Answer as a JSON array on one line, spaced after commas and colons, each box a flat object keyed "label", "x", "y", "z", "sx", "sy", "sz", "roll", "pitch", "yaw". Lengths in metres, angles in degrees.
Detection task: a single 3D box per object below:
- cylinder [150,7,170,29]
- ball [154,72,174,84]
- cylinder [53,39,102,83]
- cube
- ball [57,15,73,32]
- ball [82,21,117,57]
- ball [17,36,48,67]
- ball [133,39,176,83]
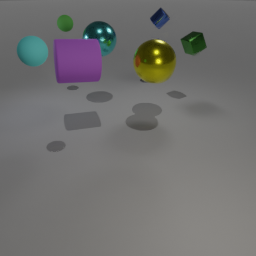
[{"label": "cylinder", "x": 1.519, "y": -5.197, "z": 13.289, "sx": 0.700, "sy": 0.700, "sz": 0.700, "roll": 39, "pitch": 27, "yaw": -24}, {"label": "ball", "x": 1.107, "y": -2.408, "z": 10.735, "sx": 1.400, "sy": 1.400, "sz": 1.400, "roll": 0, "pitch": 28, "yaw": 0}, {"label": "cylinder", "x": -1.687, "y": -2.212, "z": 9.265, "sx": 1.400, "sy": 1.400, "sz": 1.400, "roll": -6, "pitch": 29, "yaw": -17}, {"label": "cube", "x": 2.795, "y": -3.607, "z": 11.932, "sx": 0.700, "sy": 0.700, "sz": 0.700, "roll": -34, "pitch": 32, "yaw": -8}, {"label": "ball", "x": -2.728, "y": -4.546, "z": 12.163, "sx": 0.700, "sy": 0.700, "sz": 0.700, "roll": 0, "pitch": 28, "yaw": 0}, {"label": "ball", "x": -1.162, "y": -3.624, "z": 11.444, "sx": 1.400, "sy": 1.400, "sz": 1.400, "roll": 0, "pitch": 28, "yaw": 0}, {"label": "ball", "x": -2.244, "y": -1.804, "z": 6.591, "sx": 0.700, "sy": 0.700, "sz": 0.700, "roll": 0, "pitch": 28, "yaw": 0}, {"label": "ball", "x": 0.866, "y": -2.160, "z": 9.117, "sx": 1.400, "sy": 1.400, "sz": 1.400, "roll": 0, "pitch": 28, "yaw": 0}]
